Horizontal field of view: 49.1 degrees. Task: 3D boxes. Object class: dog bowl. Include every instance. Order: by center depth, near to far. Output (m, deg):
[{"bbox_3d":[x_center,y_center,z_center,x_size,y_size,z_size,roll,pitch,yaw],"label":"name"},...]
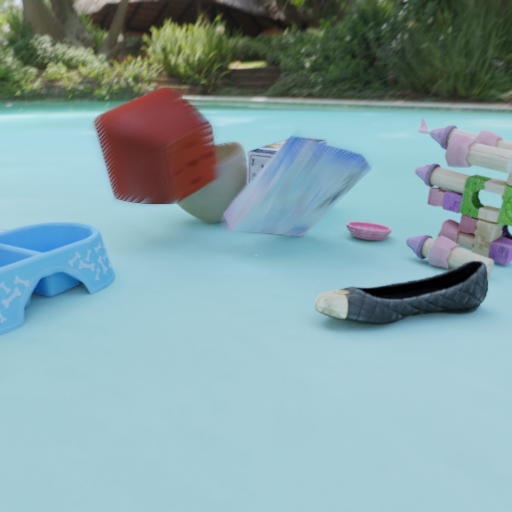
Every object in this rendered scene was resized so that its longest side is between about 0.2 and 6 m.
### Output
[{"bbox_3d":[-3.735,0.247,8.570,1.944,0.864,3.487,10,22,28],"label":"dog bowl"}]

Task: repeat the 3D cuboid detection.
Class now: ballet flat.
[{"bbox_3d":[2.065,0.495,7.976,2.640,0.750,0.877,-5,19,-15],"label":"ballet flat"}]

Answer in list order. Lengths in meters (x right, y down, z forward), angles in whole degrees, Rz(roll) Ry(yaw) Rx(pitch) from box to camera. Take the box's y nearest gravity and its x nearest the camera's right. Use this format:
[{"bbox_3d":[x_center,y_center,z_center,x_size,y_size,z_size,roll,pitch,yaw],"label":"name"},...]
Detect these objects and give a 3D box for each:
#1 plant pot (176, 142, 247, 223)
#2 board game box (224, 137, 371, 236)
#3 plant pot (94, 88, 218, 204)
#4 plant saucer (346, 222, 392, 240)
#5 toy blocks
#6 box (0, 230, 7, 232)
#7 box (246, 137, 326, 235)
[{"bbox_3d":[-1.015,-1.564,12.825,2.023,1.358,2.023,-18,26,9],"label":"plant pot"},{"bbox_3d":[0.793,-1.225,10.658,2.110,2.100,0.458,3,51,-46],"label":"board game box"},{"bbox_3d":[-1.753,-1.979,10.804,1.573,1.783,1.785,26,48,35],"label":"plant pot"},{"bbox_3d":[2.347,-0.518,11.712,0.944,0.239,0.944,6,14,-2],"label":"plant saucer"},{"bbox_3d":[3.932,-1.202,10.385,2.623,2.451,2.208,-20,32,-39],"label":"toy blocks"},{"bbox_3d":[-5.613,-0.322,11.199,1.617,0.262,0.980,6,19,14],"label":"box"},{"bbox_3d":[0.754,-1.725,13.097,0.916,1.777,3.048,10,19,20],"label":"box"}]
